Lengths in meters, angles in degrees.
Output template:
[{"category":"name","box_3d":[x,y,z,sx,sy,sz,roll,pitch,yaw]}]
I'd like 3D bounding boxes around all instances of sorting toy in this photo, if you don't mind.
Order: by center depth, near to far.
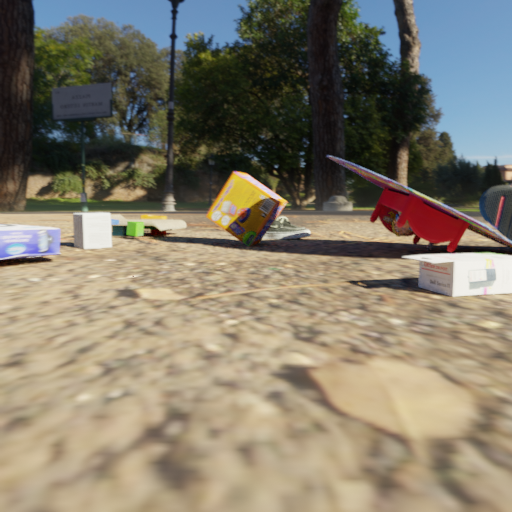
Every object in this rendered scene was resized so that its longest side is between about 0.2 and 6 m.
[{"category":"sorting toy","box_3d":[-3.255,-0.796,15.586,2.148,0.520,3.814,6,7,13]}]

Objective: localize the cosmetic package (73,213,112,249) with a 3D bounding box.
[{"category":"cosmetic package","box_3d":[-3.400,-0.526,11.606,0.605,0.723,0.601,-4,7,-38]}]

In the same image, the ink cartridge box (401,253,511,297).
[{"category":"ink cartridge box","box_3d":[2.240,0.196,6.093,1.159,0.390,0.679,-2,6,-15]}]

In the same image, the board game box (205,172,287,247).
[{"category":"board game box","box_3d":[-0.192,-1.027,12.244,1.154,1.155,1.155,35,12,7]}]

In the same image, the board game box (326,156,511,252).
[{"category":"board game box","box_3d":[2.978,-0.591,10.251,3.205,0.790,4.057,34,13,39]}]

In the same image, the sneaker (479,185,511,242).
[{"category":"sneaker","box_3d":[5.376,-0.673,10.317,2.770,1.021,1.201,14,18,1]}]

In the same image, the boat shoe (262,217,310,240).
[{"category":"boat shoe","box_3d":[0.543,-0.716,14.254,1.791,0.570,0.633,3,7,31]}]

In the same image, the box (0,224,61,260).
[{"category":"box","box_3d":[-4.345,-0.270,8.838,2.477,0.514,1.475,3,5,21]}]
